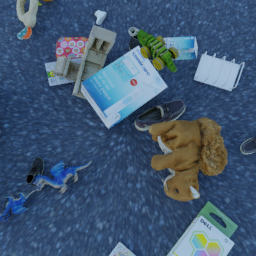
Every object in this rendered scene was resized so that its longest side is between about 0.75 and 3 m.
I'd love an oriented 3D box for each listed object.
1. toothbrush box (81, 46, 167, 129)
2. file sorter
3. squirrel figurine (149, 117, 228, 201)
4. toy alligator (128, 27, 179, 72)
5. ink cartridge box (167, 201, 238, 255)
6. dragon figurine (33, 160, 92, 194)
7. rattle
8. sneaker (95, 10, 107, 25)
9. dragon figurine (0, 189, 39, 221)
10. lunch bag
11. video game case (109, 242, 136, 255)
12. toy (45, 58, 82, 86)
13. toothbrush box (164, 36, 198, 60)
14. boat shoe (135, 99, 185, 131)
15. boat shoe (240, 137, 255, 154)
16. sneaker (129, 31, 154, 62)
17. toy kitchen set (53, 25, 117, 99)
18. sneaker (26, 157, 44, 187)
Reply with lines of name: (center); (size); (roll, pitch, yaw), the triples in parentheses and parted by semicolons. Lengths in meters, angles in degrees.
toothbrush box: (-0.174, -1.516, 10.696); (2.644, 1.128, 1.935); (-35, 92, -14)
file sorter: (3.606, -2.281, 11.141); (1.594, 0.992, 1.106); (19, 94, 7)
squirrel figurine: (2.187, 1.101, 9.652); (2.804, 1.984, 2.617); (-11, 77, -1)
toy alligator: (0.752, -2.700, 9.058); (0.812, 0.588, 2.449); (-38, 65, -11)
ink cartridge box: (2.517, 3.800, 9.216); (1.333, 0.761, 2.567); (40, 75, 13)
dragon figurine: (-2.372, 1.594, 10.091); (2.150, 0.633, 1.069); (-43, 76, -13)
rattle: (-4.142, -4.987, 12.670); (1.472, 1.615, 2.261); (-11, 88, 24)
sneaker: (-1.350, -5.022, 12.717); (0.456, 0.291, 0.789); (23, 62, 10)
dragon figurine: (-3.783, 2.712, 9.764); (1.639, 0.482, 0.815); (-17, 71, -5)
lunch bag: (-2.322, -3.201, 11.868); (1.427, 0.585, 1.257); (0, 70, 0)
video game case: (-0.239, 4.582, 9.267); (1.030, 0.130, 1.132); (37, 74, 12)
toy: (-2.528, -2.317, 11.573); (1.583, 0.374, 0.912); (-12, 98, -14)
toothbrush box: (1.806, -2.742, 9.673); (1.084, 0.794, 0.462); (5, 78, 20)
boat shoe: (1.282, -0.569, 10.839); (2.190, 0.710, 0.788); (-22, 71, -8)
boat shoe: (4.958, 0.519, 10.559); (1.515, 0.491, 0.545); (-20, 71, -7)
sneaker: (0.905, -3.392, 11.727); (1.847, 0.981, 0.691); (18, 71, 6)
toy kitchen set: (-1.747, -2.475, 10.531); (1.789, 1.978, 2.193); (15, 79, -15)
sneaker: (-3.351, 1.542, 10.137); (0.409, 0.581, 1.094); (4, 70, 1)
